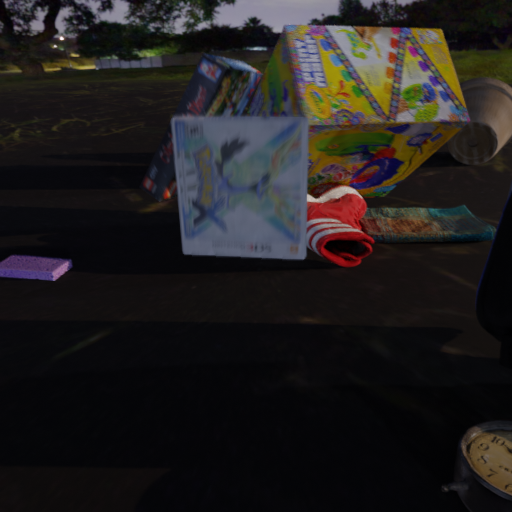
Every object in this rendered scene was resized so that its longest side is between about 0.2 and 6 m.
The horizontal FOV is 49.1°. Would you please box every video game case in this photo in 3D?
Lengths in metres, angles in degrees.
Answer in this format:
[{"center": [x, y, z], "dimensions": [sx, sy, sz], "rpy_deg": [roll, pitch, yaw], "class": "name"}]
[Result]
[{"center": [-0.119, -0.529, 4.503], "dimensions": [1.057, 1.159, 0.128], "rpy_deg": [2, 25, 9], "class": "video game case"}]

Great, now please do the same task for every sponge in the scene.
[{"center": [-3.316, 0.170, 8.320], "dimensions": [0.974, 0.145, 0.543], "rpy_deg": [4, 22, 10], "class": "sponge"}]

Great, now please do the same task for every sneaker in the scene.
[{"center": [1.408, -0.375, 9.118], "dimensions": [1.426, 0.967, 2.468], "rpy_deg": [42, 34, 26], "class": "sneaker"}]

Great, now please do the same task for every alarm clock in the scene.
[{"center": [2.046, 1.616, 4.213], "dimensions": [0.923, 0.456, 1.369], "rpy_deg": [19, 30, 40], "class": "alarm clock"}]

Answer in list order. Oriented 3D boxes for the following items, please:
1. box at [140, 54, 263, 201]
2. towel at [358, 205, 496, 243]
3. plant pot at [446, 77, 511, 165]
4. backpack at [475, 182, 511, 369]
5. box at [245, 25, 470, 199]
[{"center": [-0.876, -2.077, 9.192], "dimensions": [0.441, 2.342, 1.599], "rpy_deg": [35, 23, 8], "class": "box"}, {"center": [2.965, -0.598, 10.144], "dimensions": [2.232, 0.242, 1.637], "rpy_deg": [0, 21, 0], "class": "towel"}, {"center": [6.095, -3.535, 15.475], "dimensions": [2.204, 2.204, 1.912], "rpy_deg": [9, 39, 22], "class": "plant pot"}, {"center": [4.113, -0.183, 5.181], "dimensions": [3.429, 3.138, 2.520], "rpy_deg": [9, 21, 4], "class": "backpack"}, {"center": [1.431, -2.224, 9.356], "dimensions": [2.679, 1.697, 2.781], "rpy_deg": [-5, -17, -16], "class": "box"}]
